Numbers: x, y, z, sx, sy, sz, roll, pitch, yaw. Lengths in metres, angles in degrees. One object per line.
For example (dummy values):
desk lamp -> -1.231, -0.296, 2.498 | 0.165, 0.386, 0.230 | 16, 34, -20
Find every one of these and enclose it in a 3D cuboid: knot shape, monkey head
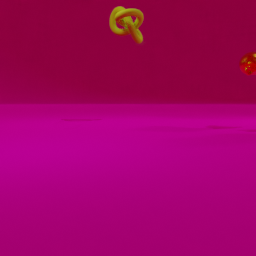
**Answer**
knot shape -> 0.064, -4.214, 11.613 | 1.646, 0.813, 1.759 | 44, -15, -29
monkey head -> 3.787, -1.792, 8.368 | 0.814, 0.972, 1.351 | -11, 22, 24
